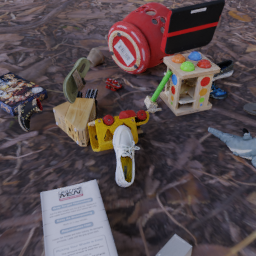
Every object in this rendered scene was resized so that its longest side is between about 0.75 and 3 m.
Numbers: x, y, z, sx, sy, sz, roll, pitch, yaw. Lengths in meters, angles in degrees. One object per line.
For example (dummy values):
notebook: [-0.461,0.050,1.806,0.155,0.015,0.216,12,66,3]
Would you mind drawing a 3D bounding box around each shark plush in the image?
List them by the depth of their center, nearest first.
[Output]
shark plush: [3.875,0.375,9.225,2.359,0.983,1.072,31,48,32]

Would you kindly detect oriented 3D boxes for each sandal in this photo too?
sandal: [-1.704,-1.687,9.643,0.509,0.708,1.784,8,68,31]

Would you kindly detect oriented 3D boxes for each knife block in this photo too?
knife block: [-1.553,-0.604,10.573,2.161,0.788,2.462,-29,47,-29]

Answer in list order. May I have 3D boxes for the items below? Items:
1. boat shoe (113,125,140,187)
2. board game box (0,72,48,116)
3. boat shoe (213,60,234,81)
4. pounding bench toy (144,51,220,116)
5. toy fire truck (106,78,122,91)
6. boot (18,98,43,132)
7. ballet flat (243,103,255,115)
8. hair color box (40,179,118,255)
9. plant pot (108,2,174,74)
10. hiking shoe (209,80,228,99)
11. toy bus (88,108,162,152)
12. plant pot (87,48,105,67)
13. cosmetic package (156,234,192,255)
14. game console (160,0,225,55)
boat shoe: [-0.049,0.760,8.195,0.689,0.795,1.865,7,72,-19]
board game box: [-4.980,-1.530,11.994,2.575,0.446,1.744,25,46,28]
boat shoe: [4.002,-2.680,13.226,2.407,0.681,0.826,-20,43,-23]
pounding bench toy: [1.948,-1.782,11.046,2.603,2.030,1.617,-13,41,-15]
toy fire truck: [-0.606,-1.967,12.616,0.765,0.429,0.643,26,27,27]
boot: [-3.518,-0.507,10.149,0.843,0.410,1.119,-24,63,12]
ballet flat: [5.451,-0.589,10.951,1.784,0.414,0.601,12,59,23]
hair color box: [-1.099,2.703,6.427,1.470,0.900,2.970,-11,41,-13]
plant pot: [0.697,-4.189,13.418,2.853,2.853,2.598,29,52,31]
hiking shoe: [3.597,-1.726,12.075,1.510,0.655,0.562,27,46,29]
toy bus: [-0.151,0.130,9.326,2.343,1.211,2.211,-10,-1,24]
plant pot: [-1.733,-3.524,14.271,0.831,0.831,0.721,23,60,26]
cosmetic package: [0.997,3.000,6.445,0.523,0.442,0.980,27,49,34]
game console: [2.319,-3.666,10.276,2.230,1.972,0.346,-18,58,-14]
